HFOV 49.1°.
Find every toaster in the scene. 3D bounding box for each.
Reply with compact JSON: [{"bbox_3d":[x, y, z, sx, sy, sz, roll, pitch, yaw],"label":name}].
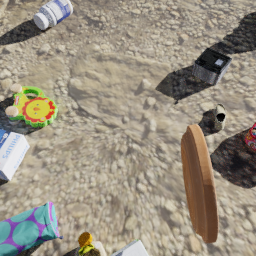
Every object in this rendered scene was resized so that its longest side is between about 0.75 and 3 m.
[{"bbox_3d":[3.602,-2.657,12.126,1.267,0.832,1.401,31,60,20],"label":"toaster"}]

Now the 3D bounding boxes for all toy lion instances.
[{"bbox_3d":[-3.740,-0.868,11.069,1.850,0.663,1.930,-1,54,-10],"label":"toy lion"}]

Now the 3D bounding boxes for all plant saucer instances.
[{"bbox_3d":[1.504,1.200,6.230,0.411,2.547,2.547,-6,55,5],"label":"plant saucer"}]

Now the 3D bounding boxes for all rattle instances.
[{"bbox_3d":[-1.011,3.706,7.581,0.921,1.011,1.415,13,47,-15],"label":"rattle"}]

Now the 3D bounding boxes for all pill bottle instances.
[{"bbox_3d":[-3.819,-5.815,14.218,1.056,1.056,1.902,31,60,20],"label":"pill bottle"}]

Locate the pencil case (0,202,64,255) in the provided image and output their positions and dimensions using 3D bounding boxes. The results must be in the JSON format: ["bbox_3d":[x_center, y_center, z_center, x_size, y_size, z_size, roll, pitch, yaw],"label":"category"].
[{"bbox_3d":[-3.229,3.083,7.842,2.609,1.205,1.110,-20,57,-14],"label":"pencil case"}]

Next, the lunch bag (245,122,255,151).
[{"bbox_3d":[5.375,0.372,10.087,1.853,0.759,1.632,35,57,22],"label":"lunch bag"}]

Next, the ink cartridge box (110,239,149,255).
[{"bbox_3d":[-0.326,3.985,7.391,2.081,0.617,1.080,-27,78,-17],"label":"ink cartridge box"}]

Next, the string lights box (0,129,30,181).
[{"bbox_3d":[-5.127,0.708,9.732,2.846,0.839,1.462,12,56,9],"label":"string lights box"}]

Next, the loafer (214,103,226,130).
[{"bbox_3d":[3.595,-0.502,10.851,0.472,0.426,1.247,6,55,4],"label":"loafer"}]
